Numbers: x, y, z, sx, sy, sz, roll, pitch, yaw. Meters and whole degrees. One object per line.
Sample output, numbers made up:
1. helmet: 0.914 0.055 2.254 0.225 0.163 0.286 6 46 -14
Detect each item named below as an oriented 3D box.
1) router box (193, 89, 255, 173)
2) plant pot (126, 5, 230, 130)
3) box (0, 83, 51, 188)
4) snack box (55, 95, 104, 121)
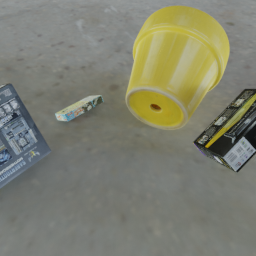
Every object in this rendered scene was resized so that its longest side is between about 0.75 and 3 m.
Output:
1. router box: 2.501 -0.043 6.167 1.901 0.497 1.495 -45 13 0
2. plant pot: 1.131 -1.398 7.488 2.595 2.595 2.442 17 62 17
3. box: -3.034 0.395 5.838 2.324 1.833 0.593 -39 28 -31
4. snack box: -1.360 -0.570 7.862 1.225 0.227 0.712 -32 21 -28
